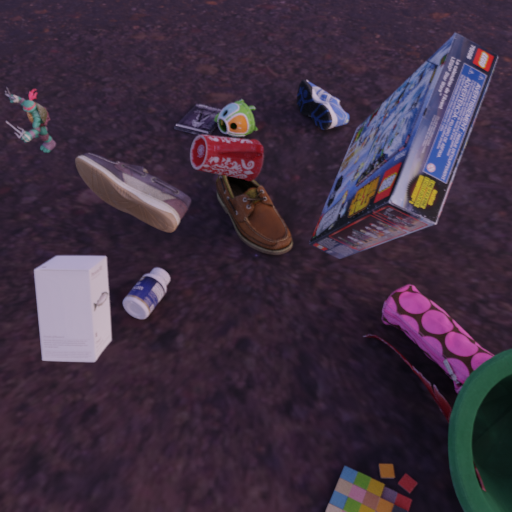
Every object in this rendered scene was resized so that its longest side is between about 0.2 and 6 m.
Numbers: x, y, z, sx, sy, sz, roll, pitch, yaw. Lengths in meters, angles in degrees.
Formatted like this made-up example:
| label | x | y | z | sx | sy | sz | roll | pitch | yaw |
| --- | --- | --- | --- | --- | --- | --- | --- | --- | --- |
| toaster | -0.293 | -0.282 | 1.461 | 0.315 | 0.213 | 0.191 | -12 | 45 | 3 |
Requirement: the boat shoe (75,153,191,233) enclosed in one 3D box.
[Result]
| label | x | y | z | sx | sy | sz | roll | pitch | yaw |
| --- | --- | --- | --- | --- | --- | --- | --- | --- | --- |
| boat shoe | -2.063 | -1.166 | 9.415 | 2.192 | 0.788 | 0.710 | 29 | 58 | 19 |

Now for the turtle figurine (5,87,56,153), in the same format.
| label | x | y | z | sx | sy | sz | roll | pitch | yaw |
| --- | --- | --- | --- | --- | --- | --- | --- | --- | --- |
| turtle figurine | -3.596 | -2.179 | 8.984 | 0.560 | 1.113 | 0.833 | -14 | 68 | -4 |

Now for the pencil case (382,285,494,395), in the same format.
| label | x | y | z | sx | sy | sz | roll | pitch | yaw |
| --- | --- | --- | --- | --- | --- | --- | --- | --- | --- |
| pencil case | 3.042 | 1.416 | 9.530 | 1.004 | 0.972 | 2.143 | -15 | 42 | -30 |

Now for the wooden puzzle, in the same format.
| label | x | y | z | sx | sy | sz | roll | pitch | yaw |
| --- | --- | --- | --- | --- | --- | --- | --- | --- | --- |
| wooden puzzle | 1.540 | 3.629 | 7.871 | 1.046 | 0.124 | 1.764 | 20 | 48 | 19 |

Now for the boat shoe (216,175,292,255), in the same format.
| label | x | y | z | sx | sy | sz | roll | pitch | yaw |
| --- | --- | --- | --- | --- | --- | --- | --- | --- | --- |
| boat shoe | -0.143 | -1.053 | 12.084 | 0.942 | 0.891 | 2.620 | -26 | 50 | -24 |

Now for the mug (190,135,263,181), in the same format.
| label | x | y | z | sx | sy | sz | roll | pitch | yaw |
| --- | --- | --- | --- | --- | --- | --- | --- | --- | --- |
| mug | -0.523 | -1.994 | 10.705 | 1.222 | 1.085 | 0.815 | 2 | 54 | -34 |

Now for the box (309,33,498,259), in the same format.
| label | x | y | z | sx | sy | sz | roll | pitch | yaw |
| --- | --- | --- | --- | --- | --- | --- | --- | --- | --- |
| box | 2.092 | -1.425 | 8.912 | 0.744 | 3.731 | 2.554 | 25 | 80 | -6 |

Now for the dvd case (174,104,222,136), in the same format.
| label | x | y | z | sx | sy | sz | roll | pitch | yaw |
| --- | --- | --- | --- | --- | --- | --- | --- | --- | --- |
| dvd case | -1.483 | -3.736 | 15.379 | 1.000 | 0.107 | 1.345 | 17 | 47 | 17 |

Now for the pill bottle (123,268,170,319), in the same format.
| label | x | y | z | sx | sy | sz | roll | pitch | yaw |
| --- | --- | --- | --- | --- | --- | --- | --- | --- | --- |
| pill bottle | -2.037 | 0.682 | 10.574 | 0.537 | 0.537 | 0.967 | 17 | 46 | 17 |

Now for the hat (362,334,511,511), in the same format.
| label | x | y | z | sx | sy | sz | roll | pitch | yaw |
| --- | --- | --- | --- | --- | --- | --- | --- | --- | --- |
| hat | 3.558 | 2.677 | 8.756 | 2.640 | 2.805 | 3.187 | -2 | 79 | -10 |

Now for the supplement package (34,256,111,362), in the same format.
| label | x | y | z | sx | sy | sz | roll | pitch | yaw |
| --- | --- | --- | --- | --- | --- | --- | --- | --- | --- |
| supplement package | -2.467 | 0.699 | 7.630 | 0.756 | 1.288 | 0.753 | 1 | 14 | 3 |

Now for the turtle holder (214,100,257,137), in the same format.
| label | x | y | z | sx | sy | sz | roll | pitch | yaw |
| --- | --- | --- | --- | --- | --- | --- | --- | --- | --- |
| turtle holder | -0.601 | -3.606 | 14.657 | 0.850 | 0.909 | 1.196 | -28 | 61 | -23 |

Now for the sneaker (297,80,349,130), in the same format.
| label | x | y | z | sx | sy | sz | roll | pitch | yaw |
| --- | --- | --- | --- | --- | --- | --- | --- | --- | --- |
| sneaker | 1.780 | -4.138 | 15.431 | 0.806 | 0.792 | 2.092 | -8 | 49 | -25 |
